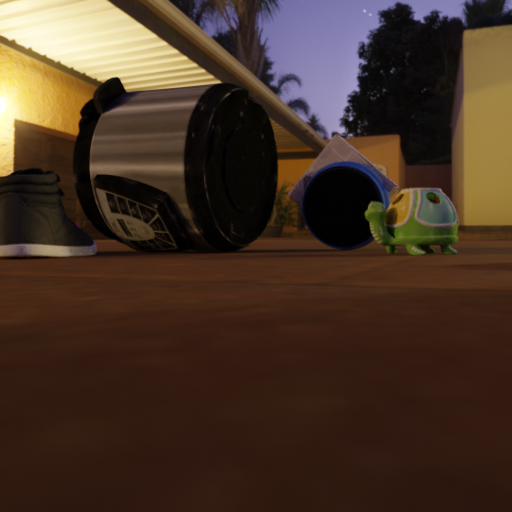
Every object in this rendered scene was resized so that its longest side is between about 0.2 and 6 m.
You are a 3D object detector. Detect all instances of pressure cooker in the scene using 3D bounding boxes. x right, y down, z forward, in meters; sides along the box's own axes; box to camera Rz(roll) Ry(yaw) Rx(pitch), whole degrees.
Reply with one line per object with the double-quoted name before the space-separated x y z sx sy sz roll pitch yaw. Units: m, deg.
"pressure cooker" -1.647 -1.581 10.577 3.474 3.056 3.103 5 0 27

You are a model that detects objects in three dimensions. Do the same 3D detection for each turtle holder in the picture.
"turtle holder" 2.578 -0.566 9.334 1.528 1.085 1.161 0 2 9

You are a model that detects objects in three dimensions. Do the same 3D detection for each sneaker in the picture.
"sneaker" -2.958 -0.605 8.147 0.889 1.247 2.514 -2 1 4

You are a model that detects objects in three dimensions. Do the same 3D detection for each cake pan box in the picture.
"cake pan box" 1.965 -1.450 12.672 1.960 1.805 0.513 45 22 22

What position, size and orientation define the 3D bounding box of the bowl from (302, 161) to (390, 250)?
"bowl" 1.905 -1.074 12.214 1.960 1.960 0.385 1 12 24
